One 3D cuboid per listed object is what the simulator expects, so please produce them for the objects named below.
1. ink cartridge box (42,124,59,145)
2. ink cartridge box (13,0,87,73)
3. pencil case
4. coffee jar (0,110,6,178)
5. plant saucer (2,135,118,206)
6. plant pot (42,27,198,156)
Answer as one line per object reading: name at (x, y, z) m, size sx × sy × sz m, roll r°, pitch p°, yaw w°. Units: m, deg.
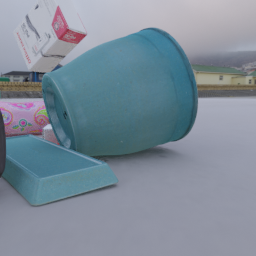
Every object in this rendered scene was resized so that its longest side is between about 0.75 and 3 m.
ink cartridge box at (-0.790, 0.142, 5.286) m, size 1.601 × 0.349 × 1.389 m, roll -1°, pitch 6°, yaw -9°
ink cartridge box at (-2.337, -2.779, 8.259) m, size 2.002 × 1.467 × 0.829 m, roll -33°, pitch -13°, yaw 32°
pencil case at (-2.352, -0.265, 6.431) m, size 2.042 × 0.893 × 0.893 m, roll -4°, pitch 8°, yaw -23°
coffee jar at (-2.321, 0.052, 2.927) m, size 1.349 × 1.103 × 2.586 m, roll -7°, pitch 11°, yaw -44°
plant saucer at (-1.240, 0.385, 3.677) m, size 0.925 × 0.251 × 2.647 m, roll -9°, pitch 12°, yaw -36°
plant pot at (-0.262, -0.414, 4.326) m, size 1.801 × 1.916 × 1.916 m, roll -20°, pitch 15°, yaw -25°
